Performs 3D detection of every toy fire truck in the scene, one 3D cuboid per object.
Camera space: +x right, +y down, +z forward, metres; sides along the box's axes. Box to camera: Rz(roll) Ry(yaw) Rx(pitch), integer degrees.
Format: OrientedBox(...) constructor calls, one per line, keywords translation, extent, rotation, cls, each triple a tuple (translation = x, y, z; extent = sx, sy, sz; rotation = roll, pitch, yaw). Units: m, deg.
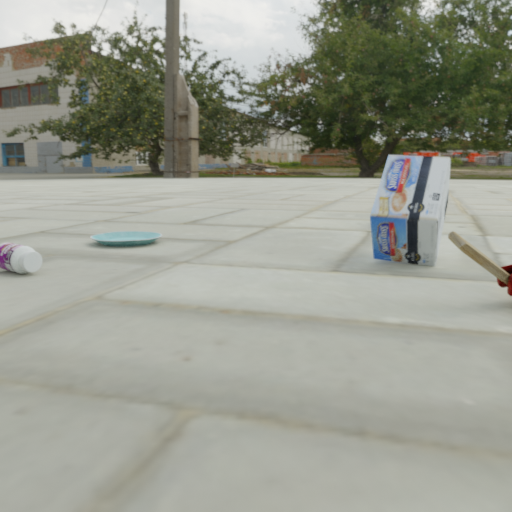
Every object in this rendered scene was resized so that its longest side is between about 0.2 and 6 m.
OrientedBox(translation=(3.125, 0.185, 5.934), extent=(1.806, 1.162, 1.590), rotation=(-12, 11, -3), cls="toy fire truck")

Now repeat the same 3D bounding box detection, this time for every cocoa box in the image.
OrientedBox(translation=(2.498, -0.762, 9.039), extent=(1.017, 1.034, 1.550), rotation=(7, 50, 22), cls="cocoa box")

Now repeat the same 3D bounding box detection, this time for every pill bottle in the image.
OrientedBox(translation=(-3.472, 0.041, 8.191), extent=(0.733, 0.411, 0.411), rotation=(8, 13, 35), cls="pill bottle")

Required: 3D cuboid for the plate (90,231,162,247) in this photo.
OrientedBox(translation=(-2.563, -0.324, 11.100), extent=(1.389, 0.178, 1.389), rotation=(-1, 10, 0), cls="plate")
